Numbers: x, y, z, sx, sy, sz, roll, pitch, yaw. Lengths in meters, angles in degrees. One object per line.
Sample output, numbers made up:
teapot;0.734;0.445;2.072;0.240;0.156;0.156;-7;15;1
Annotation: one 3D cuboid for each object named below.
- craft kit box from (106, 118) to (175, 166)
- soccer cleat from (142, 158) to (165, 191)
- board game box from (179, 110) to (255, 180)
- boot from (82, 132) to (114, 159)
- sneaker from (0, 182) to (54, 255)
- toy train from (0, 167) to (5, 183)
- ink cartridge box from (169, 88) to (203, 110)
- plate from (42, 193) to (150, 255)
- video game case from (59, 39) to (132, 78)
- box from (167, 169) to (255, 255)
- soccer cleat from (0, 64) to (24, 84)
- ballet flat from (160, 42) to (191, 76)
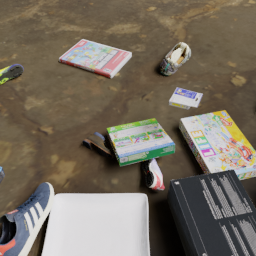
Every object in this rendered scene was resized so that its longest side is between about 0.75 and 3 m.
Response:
craft kit box;0.359;0.401;9.283;1.827;0.443;1.805;-12;35;-11
soccer cleat;0.793;1.351;8.719;0.526;0.490;1.438;30;27;-23
board game box;3.046;0.576;9.375;1.773;0.451;2.638;-11;48;-10
boot;-0.871;0.536;9.415;1.271;0.475;0.616;26;54;25
sneaker;-2.724;2.251;7.306;0.838;0.944;2.235;-22;36;32
toy train;-4.293;1.677;8.277;0.787;0.597;1.378;13;48;4
ink cartridge box;1.774;-0.880;8.564;0.854;0.201;0.844;18;41;15
plate;-0.779;2.938;7.166;2.675;0.432;2.669;0;47;0
video game case;-1.506;-3.335;13.219;2.808;0.245;2.008;20;50;18
box;2.295;2.535;7.125;1.886;1.054;2.673;-6;47;-10
soccer cleat;-5.401;-2.273;12.125;1.795;0.580;0.751;-26;23;-17
ballet flat;2.333;-3.363;12.784;0.944;0.944;2.625;22;50;20
